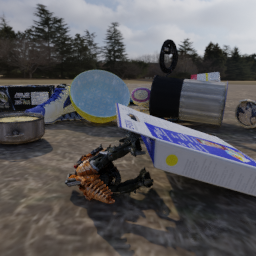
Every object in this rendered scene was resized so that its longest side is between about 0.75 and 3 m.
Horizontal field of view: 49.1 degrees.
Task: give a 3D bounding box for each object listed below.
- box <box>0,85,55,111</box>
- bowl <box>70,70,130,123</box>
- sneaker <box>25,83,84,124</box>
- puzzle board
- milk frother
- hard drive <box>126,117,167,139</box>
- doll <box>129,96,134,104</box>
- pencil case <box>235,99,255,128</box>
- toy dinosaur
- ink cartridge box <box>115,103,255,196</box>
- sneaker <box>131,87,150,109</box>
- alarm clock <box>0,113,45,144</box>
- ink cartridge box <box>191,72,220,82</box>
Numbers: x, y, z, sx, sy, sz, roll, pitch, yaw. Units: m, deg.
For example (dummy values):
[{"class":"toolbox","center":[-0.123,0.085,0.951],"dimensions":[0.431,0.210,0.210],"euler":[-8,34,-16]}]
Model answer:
[{"class":"box","center":[-5.491,-1.688,15.199],"dimensions":[2.869,1.236,2.350],"euler":[-2,11,-9]},{"class":"bowl","center":[-1.194,-1.046,11.233],"dimensions":[2.361,2.361,1.270],"euler":[-4,-30,-19]},{"class":"sneaker","center":[-2.891,-1.022,11.227],"dimensions":[1.046,1.495,2.589],"euler":[10,15,44]},{"class":"puzzle board","center":[1.270,-0.576,12.227],"dimensions":[2.987,0.260,2.251],"euler":[0,10,-4]},{"class":"milk frother","center":[2.346,-1.736,10.471],"dimensions":[2.638,2.804,2.531],"euler":[8,26,15]},{"class":"hard drive","center":[0.666,-0.046,9.250],"dimensions":[1.460,0.344,2.092],"euler":[0,11,-2]},{"class":"doll","center":[-0.123,-1.819,17.486],"dimensions":[2.487,0.603,1.697],"euler":[11,6,19]},{"class":"pencil case","center":[5.029,-0.648,10.276],"dimensions":[2.509,1.122,0.976],"euler":[-8,-14,-33]},{"class":"toy dinosaur","center":[-0.348,0.770,4.479],"dimensions":[1.358,1.022,2.001],"euler":[-17,32,-5]},{"class":"ink cartridge box","center":[0.913,0.295,5.329],"dimensions":[2.530,0.595,2.500],"euler":[15,11,-6]},{"class":"sneaker","center":[1.457,-1.367,13.211],"dimensions":[2.626,0.983,1.308],"euler":[9,-10,4]},{"class":"alarm clock","center":[-3.098,0.048,7.791],"dimensions":[1.513,0.747,2.243],"euler":[-3,10,-17]},{"class":"ink cartridge box","center":[3.018,-1.701,10.865],"dimensions":[1.057,0.767,0.441],"euler":[-3,51,22]}]
